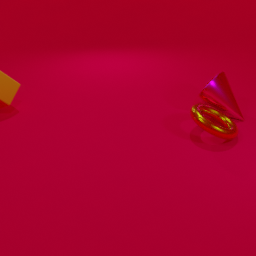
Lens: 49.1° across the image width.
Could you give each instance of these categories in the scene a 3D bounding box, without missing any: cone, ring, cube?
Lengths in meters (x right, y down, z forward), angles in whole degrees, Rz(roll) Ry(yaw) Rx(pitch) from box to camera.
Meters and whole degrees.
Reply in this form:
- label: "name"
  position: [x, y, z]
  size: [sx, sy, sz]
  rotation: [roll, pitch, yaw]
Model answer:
- label: "cone"
  position: [3.208, -0.758, 9.186]
  size: [1.555, 1.549, 1.549]
  rotation: [45, 47, 16]
- label: "ring"
  position: [2.518, -0.205, 8.198]
  size: [1.532, 0.306, 1.532]
  rotation: [20, 30, -12]
- label: "cube"
  position: [-4.336, -1.266, 9.361]
  size: [0.872, 0.872, 0.872]
  rotation: [-9, 54, 42]
